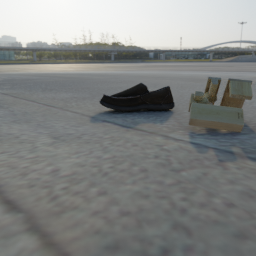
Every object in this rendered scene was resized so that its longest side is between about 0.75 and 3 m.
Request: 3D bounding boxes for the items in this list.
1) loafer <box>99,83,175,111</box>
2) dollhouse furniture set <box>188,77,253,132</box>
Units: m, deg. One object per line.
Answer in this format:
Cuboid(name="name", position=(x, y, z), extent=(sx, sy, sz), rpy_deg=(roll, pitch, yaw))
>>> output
Cuboid(name="loafer", position=(0.341, -1.173, 10.351), extent=(2.817, 1.005, 1.028), rpy_deg=(-2, 10, -14))
Cuboid(name="dollhouse furniture set", position=(2.635, -0.351, 8.286), extent=(1.715, 1.469, 1.803), rpy_deg=(8, 51, 8))
